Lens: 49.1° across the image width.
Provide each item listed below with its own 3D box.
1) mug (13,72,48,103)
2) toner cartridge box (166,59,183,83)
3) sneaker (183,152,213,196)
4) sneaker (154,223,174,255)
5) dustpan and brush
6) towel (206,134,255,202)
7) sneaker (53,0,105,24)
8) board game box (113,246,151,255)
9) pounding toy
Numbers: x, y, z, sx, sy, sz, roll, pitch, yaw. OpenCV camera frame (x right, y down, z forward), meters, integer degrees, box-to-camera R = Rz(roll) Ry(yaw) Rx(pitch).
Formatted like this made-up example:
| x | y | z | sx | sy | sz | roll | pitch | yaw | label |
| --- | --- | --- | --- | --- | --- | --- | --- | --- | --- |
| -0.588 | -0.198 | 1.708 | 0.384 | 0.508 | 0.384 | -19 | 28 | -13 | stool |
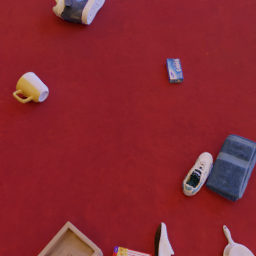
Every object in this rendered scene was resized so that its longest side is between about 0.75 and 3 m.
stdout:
| x | y | z | sx | sy | sz | roll | pitch | yaw | label |
| --- | --- | --- | --- | --- | --- | --- | --- | --- | --- |
| -3.527 | -1.343 | 10.364 | 0.919 | 0.896 | 1.119 | 36 | 83 | 11 | mug |
| 1.872 | -2.312 | 11.248 | 0.530 | 0.241 | 1.115 | -3 | 58 | -2 | toner cartridge box |
| 2.227 | 1.383 | 8.735 | 0.583 | 0.588 | 1.621 | 28 | 61 | 18 | sneaker |
| 1.010 | 3.241 | 7.728 | 0.490 | 0.421 | 1.157 | 16 | 58 | -14 | sneaker |
| 2.941 | 3.343 | 7.679 | 0.935 | 0.383 | 1.340 | -6 | 64 | -13 | dustpan and brush |
| 3.269 | 1.177 | 8.695 | 1.100 | 0.478 | 1.970 | 24 | 73 | 19 | towel |
| -2.339 | -6.136 | 13.111 | 2.062 | 1.135 | 2.817 | 18 | 65 | 6 | sneaker |
| 0.058 | 3.686 | 7.479 | 1.028 | 0.238 | 0.778 | 10 | 58 | 6 | board game box |
| -1.509 | 3.739 | 7.073 | 1.666 | 0.867 | 1.896 | 34 | 64 | 19 | pounding toy |
